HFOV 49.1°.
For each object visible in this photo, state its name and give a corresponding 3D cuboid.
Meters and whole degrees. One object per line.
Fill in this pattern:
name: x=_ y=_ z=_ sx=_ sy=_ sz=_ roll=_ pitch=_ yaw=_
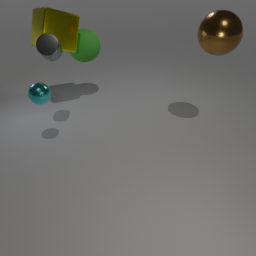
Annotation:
ball: x=-2.787 y=-1.086 z=8.826 sx=0.700 sy=0.700 sz=0.700 roll=0 pitch=32 yaw=0
ball: x=2.947 y=-3.039 z=8.993 sx=1.400 sy=1.400 sz=1.400 roll=0 pitch=32 yaw=0
ball: x=-1.892 y=-3.558 z=12.103 sx=1.400 sy=1.400 sz=1.400 roll=0 pitch=32 yaw=0
cylinder: x=-2.483 y=-2.541 z=8.885 sx=0.700 sy=0.700 sz=0.700 roll=-2 pitch=0 yaw=-4
cube: x=-2.879 y=-3.813 z=10.975 sx=1.400 sy=1.400 sz=1.400 roll=-1 pitch=17 yaw=-37
